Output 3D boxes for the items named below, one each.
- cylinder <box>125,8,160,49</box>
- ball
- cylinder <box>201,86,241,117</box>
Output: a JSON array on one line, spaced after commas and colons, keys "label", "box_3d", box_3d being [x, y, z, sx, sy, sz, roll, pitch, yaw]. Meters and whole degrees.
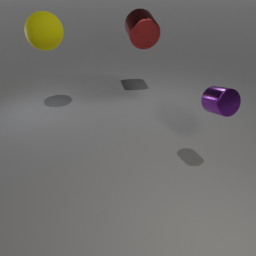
[{"label": "cylinder", "box_3d": [0.648, -4.571, 12.914, 1.400, 1.400, 1.400, -5, 42, -9]}, {"label": "ball", "box_3d": [-3.143, -3.633, 10.517, 1.400, 1.400, 1.400, 0, 28, 0]}, {"label": "cylinder", "box_3d": [2.352, -0.687, 7.120, 0.700, 0.700, 0.700, -10, 17, -18]}]
